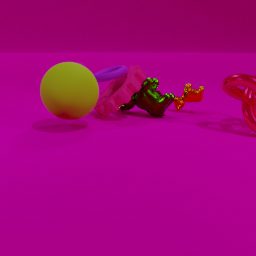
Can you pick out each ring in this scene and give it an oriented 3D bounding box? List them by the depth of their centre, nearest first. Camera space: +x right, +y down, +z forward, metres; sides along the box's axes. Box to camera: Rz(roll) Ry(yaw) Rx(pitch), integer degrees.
[{"bbox_3d":[-0.536,-1.613,8.297,1.091,0.218,1.091,-14,21,6],"label":"ring"}]

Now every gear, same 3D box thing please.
[{"bbox_3d":[-0.260,-1.099,8.219,1.768,0.327,1.768,-37,23,19],"label":"gear"}]

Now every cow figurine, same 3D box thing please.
[{"bbox_3d":[0.431,-0.772,8.281,1.542,1.517,0.846,46,24,15],"label":"cow figurine"},{"bbox_3d":[1.865,-0.902,8.639,0.925,0.910,0.508,15,18,22],"label":"cow figurine"}]

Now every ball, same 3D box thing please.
[{"bbox_3d":[-1.416,-0.895,6.850,1.394,1.394,1.394,0,16,0],"label":"ball"}]

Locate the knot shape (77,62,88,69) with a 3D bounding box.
[{"bbox_3d":[-2.156,-1.949,10.894,1.185,1.267,0.585,8,-12,-11],"label":"knot shape"}]

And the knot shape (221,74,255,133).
[{"bbox_3d":[3.108,-0.536,6.692,1.778,0.822,1.664,16,42,-49],"label":"knot shape"}]
